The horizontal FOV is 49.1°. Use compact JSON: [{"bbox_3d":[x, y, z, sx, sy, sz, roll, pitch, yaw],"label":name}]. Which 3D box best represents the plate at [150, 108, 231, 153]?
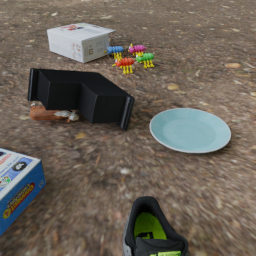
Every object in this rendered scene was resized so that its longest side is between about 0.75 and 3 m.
[{"bbox_3d":[1.693,0.092,7.783,2.197,0.281,2.197,0,33,0],"label":"plate"}]

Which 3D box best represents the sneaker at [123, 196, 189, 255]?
[{"bbox_3d":[0.386,2.162,3.820,1.039,1.214,2.930,-6,34,-6],"label":"sneaker"}]

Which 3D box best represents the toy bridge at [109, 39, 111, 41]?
[{"bbox_3d":[-1.279,-4.900,15.415,0.842,0.115,0.283,13,36,19],"label":"toy bridge"}]

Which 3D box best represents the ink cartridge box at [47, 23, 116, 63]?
[{"bbox_3d":[-2.159,-4.184,13.466,2.550,1.069,2.239,27,42,34],"label":"ink cartridge box"}]

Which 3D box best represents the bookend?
[{"bbox_3d":[-1.382,-0.815,7.964,2.227,1.032,2.241,-5,30,-36],"label":"bookend"}]

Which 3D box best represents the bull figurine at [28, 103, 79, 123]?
[{"bbox_3d":[-2.219,-0.482,8.391,1.454,0.474,0.883,0,18,-22],"label":"bull figurine"}]

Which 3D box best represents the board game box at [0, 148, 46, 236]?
[{"bbox_3d":[-3.498,1.368,5.434,2.620,0.748,2.676,12,36,19],"label":"board game box"}]

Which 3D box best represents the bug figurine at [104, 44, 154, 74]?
[{"bbox_3d":[0.053,-3.223,12.422,1.944,0.645,2.507,-9,34,-14],"label":"bug figurine"}]
